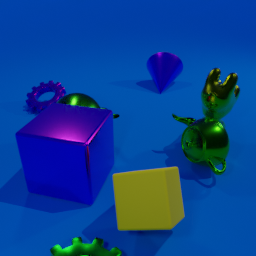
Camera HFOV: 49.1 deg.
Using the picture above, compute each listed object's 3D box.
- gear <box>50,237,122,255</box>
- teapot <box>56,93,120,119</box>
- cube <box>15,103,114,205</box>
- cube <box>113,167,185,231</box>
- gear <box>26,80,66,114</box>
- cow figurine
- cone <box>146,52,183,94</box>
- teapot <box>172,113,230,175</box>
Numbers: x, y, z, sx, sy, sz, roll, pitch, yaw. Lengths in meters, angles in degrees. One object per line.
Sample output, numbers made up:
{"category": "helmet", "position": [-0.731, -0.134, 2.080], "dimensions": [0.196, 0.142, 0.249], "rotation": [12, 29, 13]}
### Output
{"category": "gear", "position": [-0.580, 1.952, 3.483], "dimensions": [1.254, 0.232, 1.254], "rotation": [1, 30, -1]}
{"category": "teapot", "position": [-1.095, -0.178, 6.270], "dimensions": [1.886, 1.173, 0.924], "rotation": [-11, 21, 5]}
{"category": "cube", "position": [-1.052, 0.418, 5.162], "dimensions": [1.277, 1.277, 1.277], "rotation": [8, 30, 13]}
{"category": "cube", "position": [0.317, 1.005, 4.093], "dimensions": [0.778, 0.778, 0.778], "rotation": [-10, -9, 23]}
{"category": "gear", "position": [-2.376, -0.908, 8.147], "dimensions": [1.138, 0.210, 1.138], "rotation": [-5, 52, 6]}
{"category": "cow figurine", "position": [1.872, -0.376, 6.122], "dimensions": [0.830, 1.488, 1.512], "rotation": [24, -2, 25]}
{"category": "cone", "position": [1.172, -1.639, 9.485], "dimensions": [1.288, 1.288, 1.293], "rotation": [6, 57, 10]}
{"category": "teapot", "position": [1.454, 0.260, 5.635], "dimensions": [0.801, 1.017, 1.635], "rotation": [-6, 49, -27]}
